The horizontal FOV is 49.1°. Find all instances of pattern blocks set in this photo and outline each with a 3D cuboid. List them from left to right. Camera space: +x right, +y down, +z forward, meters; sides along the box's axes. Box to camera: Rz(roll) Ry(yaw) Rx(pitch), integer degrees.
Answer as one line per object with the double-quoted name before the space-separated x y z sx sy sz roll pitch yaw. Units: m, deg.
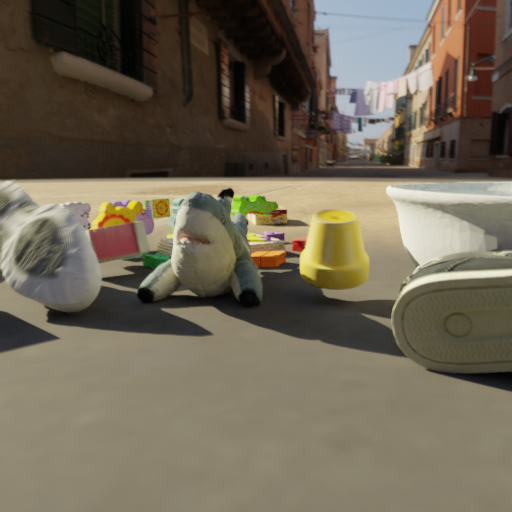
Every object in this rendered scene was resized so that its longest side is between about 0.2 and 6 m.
"pattern blocks set" -0.633 -0.195 10.809 3.364 0.310 3.828 9 14 43

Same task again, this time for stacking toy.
"stacking toy" -1.913 -0.740 11.534 3.840 0.902 2.895 -8 9 -34

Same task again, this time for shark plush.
"shark plush" -0.328 -0.289 8.044 1.575 1.444 3.467 4 11 20

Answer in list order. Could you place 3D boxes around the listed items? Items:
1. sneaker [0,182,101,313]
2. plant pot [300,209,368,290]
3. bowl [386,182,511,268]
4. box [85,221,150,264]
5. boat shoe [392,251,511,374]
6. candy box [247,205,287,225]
"sneaker" -2.711 -0.016 7.565 2.905 1.132 1.443 34 -11 42
"plant pot" 1.000 -0.125 7.108 0.878 0.826 0.878 -1 23 0
"bowl" 3.207 -0.062 6.590 3.358 1.509 3.358 1 10 0
"box" -2.250 -0.189 8.760 0.946 0.515 0.605 -14 1 -41
"boat shoe" 2.866 0.440 4.709 3.245 1.165 1.097 2 14 23
"candy box" 0.298 -1.197 16.063 0.918 0.440 1.591 -3 11 -8
